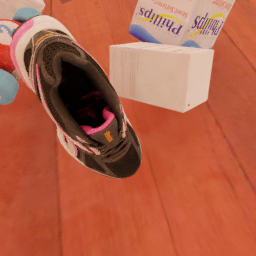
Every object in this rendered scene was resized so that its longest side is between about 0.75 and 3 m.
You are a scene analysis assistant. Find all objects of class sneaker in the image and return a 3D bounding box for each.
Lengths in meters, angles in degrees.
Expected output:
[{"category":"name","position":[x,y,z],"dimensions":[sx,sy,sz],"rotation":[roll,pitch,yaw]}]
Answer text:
[{"category":"sneaker","position":[-0.519,-0.046,4.002],"dimensions":[1.188,2.956,1.276],"rotation":[-41,41,-5]}]

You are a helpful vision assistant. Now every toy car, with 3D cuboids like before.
[{"category":"toy car","position":[-3.057,-1.788,5.216],"dimensions":[2.006,2.268,2.091],"rotation":[-10,54,31]}]

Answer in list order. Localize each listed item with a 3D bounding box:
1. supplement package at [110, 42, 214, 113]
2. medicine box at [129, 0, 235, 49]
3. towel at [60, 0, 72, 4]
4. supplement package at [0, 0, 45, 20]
[{"category":"supplement package","position":[0.649,-1.146,5.864],"dimensions":[1.868,1.092,1.096],"rotation":[18,27,34]},{"category":"medicine box","position":[1.673,-3.454,7.099],"dimensions":[1.474,2.864,2.609],"rotation":[34,31,23]},{"category":"towel","position":[-1.356,-4.733,8.038],"dimensions":[2.430,1.750,0.276],"rotation":[-6,49,23]},{"category":"supplement package","position":[-3.232,-2.998,7.286],"dimensions":[1.502,1.571,1.155],"rotation":[25,20,-31]}]
